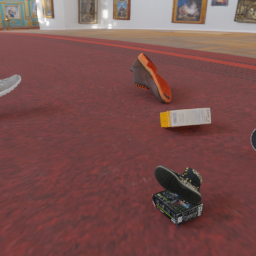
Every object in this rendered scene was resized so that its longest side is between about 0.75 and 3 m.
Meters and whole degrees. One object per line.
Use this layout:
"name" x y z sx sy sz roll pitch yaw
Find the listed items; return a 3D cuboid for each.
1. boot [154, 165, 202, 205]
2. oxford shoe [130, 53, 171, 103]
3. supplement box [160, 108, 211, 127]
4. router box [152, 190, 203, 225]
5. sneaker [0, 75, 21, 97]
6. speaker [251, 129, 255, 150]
"boot" 0.979 0.944 5.299 0.970 0.350 0.733 35 27 6
"oxford shoe" 0.907 -1.930 11.878 1.060 1.080 2.977 31 26 -41
"supplement box" 1.756 -0.317 8.655 1.336 0.491 0.842 -5 0 -10
"router box" 0.913 1.434 5.263 0.594 0.246 0.793 -13 21 -26
"sneaker" -4.671 -1.422 9.656 2.020 0.828 0.755 -36 23 -28
"speaker" 3.906 0.271 7.046 1.546 0.628 0.628 -2 23 -20
